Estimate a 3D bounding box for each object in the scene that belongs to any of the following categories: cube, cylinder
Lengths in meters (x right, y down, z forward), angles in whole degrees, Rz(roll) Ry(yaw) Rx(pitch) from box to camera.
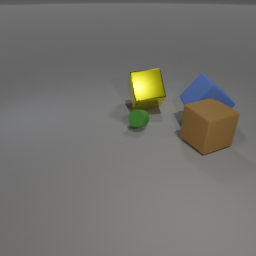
[{"bbox_3d":[0.824,-1.735,12.903,1.400,1.400,1.400,-9,-14,-6],"label":"cube"},{"bbox_3d":[3.238,-1.153,11.597,1.400,1.400,1.400,33,23,-22],"label":"cube"},{"bbox_3d":[2.946,-0.101,10.282,1.400,1.400,1.400,-14,35,-24],"label":"cube"},{"bbox_3d":[0.459,-0.396,11.510,0.700,0.700,0.700,11,6,20],"label":"cylinder"}]
